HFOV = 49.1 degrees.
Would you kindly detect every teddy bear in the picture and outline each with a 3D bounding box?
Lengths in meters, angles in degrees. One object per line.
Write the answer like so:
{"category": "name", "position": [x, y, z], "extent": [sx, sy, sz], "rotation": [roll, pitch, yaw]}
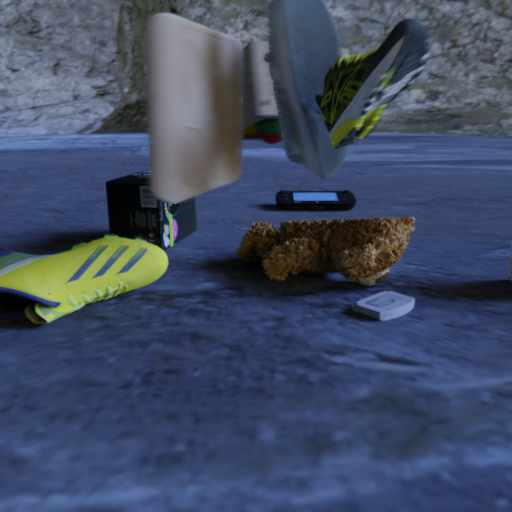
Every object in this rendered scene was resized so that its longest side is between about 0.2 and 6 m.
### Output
{"category": "teddy bear", "position": [1.077, -0.100, 9.247], "extent": [3.154, 1.053, 2.287], "rotation": [1, 6, 32]}

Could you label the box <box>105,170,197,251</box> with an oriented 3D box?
{"category": "box", "position": [-2.035, -0.960, 11.226], "extent": [1.132, 1.353, 1.822], "rotation": [4, 16, 14]}

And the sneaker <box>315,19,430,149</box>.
{"category": "sneaker", "position": [1.070, -1.834, 5.821], "extent": [0.669, 0.760, 1.796], "rotation": [-26, -12, -27]}

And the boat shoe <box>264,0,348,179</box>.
{"category": "boat shoe", "position": [0.547, -2.095, 7.071], "extent": [0.830, 2.590, 0.954], "rotation": [24, 64, 33]}

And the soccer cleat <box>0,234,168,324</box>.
{"category": "soccer cleat", "position": [-2.594, 0.432, 7.596], "extent": [3.058, 0.989, 1.279], "rotation": [-5, 46, -31]}

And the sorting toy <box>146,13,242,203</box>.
{"category": "sorting toy", "position": [-0.688, -2.028, 6.208], "extent": [0.391, 2.655, 1.962], "rotation": [6, 16, 20]}

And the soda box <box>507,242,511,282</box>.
{"category": "soda box", "position": [5.689, -0.034, 8.233], "extent": [3.473, 1.183, 1.105], "rotation": [0, 16, 3]}

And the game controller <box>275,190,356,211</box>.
{"category": "game controller", "position": [1.566, -1.484, 14.822], "extent": [2.108, 0.444, 1.100], "rotation": [0, 15, 1]}

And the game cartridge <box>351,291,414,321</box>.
{"category": "game cartridge", "position": [1.763, 0.680, 7.625], "extent": [0.823, 0.168, 0.548], "rotation": [-14, 17, -40]}

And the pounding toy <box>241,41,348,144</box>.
{"category": "pounding toy", "position": [0.696, -2.605, 9.853], "extent": [2.821, 1.291, 2.478], "rotation": [-6, 1, -27]}
